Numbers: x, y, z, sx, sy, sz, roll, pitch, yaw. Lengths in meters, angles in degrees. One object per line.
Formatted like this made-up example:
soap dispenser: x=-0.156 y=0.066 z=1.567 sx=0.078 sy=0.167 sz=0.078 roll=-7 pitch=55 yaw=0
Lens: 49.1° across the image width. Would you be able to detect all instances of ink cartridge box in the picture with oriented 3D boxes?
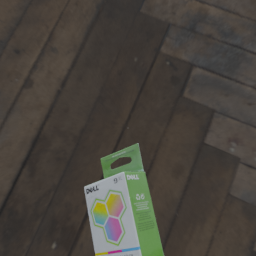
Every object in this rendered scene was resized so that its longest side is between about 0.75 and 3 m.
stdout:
ink cartridge box: x=-0.168 y=1.420 z=5.151 sx=1.103 sy=0.630 sz=2.125 roll=-26 pitch=67 yaw=37
